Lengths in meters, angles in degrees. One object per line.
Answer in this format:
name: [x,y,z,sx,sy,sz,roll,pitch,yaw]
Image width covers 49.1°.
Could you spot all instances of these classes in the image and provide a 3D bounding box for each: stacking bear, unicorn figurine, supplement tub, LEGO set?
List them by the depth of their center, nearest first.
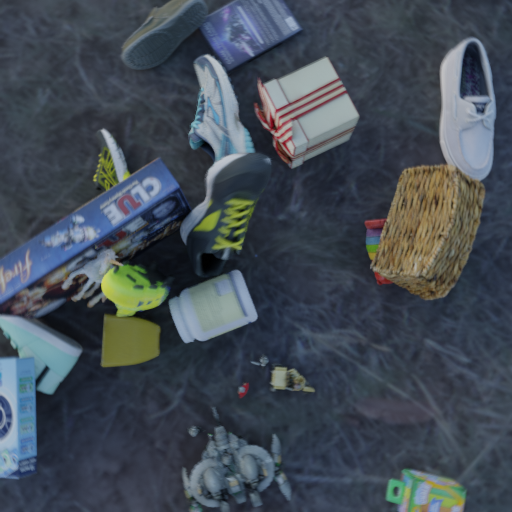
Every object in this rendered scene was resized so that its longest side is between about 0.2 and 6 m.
unicorn figurine: [-2.790,0.357,9.892,1.138,1.658,0.612,-44,89,-2]
LEGO set: [-0.262,3.630,10.725,2.290,0.999,3.526,14,82,2]
supplement tub: [-0.843,1.021,11.034,1.498,1.086,1.086,-21,83,-1]
stacking bear: [2.628,-0.081,11.397,0.801,0.750,1.320,-8,93,-31]

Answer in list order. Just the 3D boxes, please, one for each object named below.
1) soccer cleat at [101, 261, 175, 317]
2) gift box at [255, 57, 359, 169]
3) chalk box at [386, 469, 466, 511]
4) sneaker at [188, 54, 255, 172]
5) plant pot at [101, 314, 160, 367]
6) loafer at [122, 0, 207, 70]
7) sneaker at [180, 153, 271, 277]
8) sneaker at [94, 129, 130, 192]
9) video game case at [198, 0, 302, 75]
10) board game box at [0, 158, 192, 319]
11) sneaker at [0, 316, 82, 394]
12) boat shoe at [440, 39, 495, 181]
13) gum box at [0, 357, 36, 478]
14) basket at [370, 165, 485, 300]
soccer cleat: [-2.219,0.734,10.246,0.901,2.787,1.166,38,93,3]
gift box: [0.929,-2.903,11.295,1.643,1.759,1.623,-27,78,-2]
chalk box: [3.173,4.617,10.684,1.300,0.805,0.809,12,82,1]
sneaker: [-0.901,-2.815,11.560,1.205,1.084,2.792,-19,82,-5]
plant pot: [-2.427,1.673,11.048,1.026,1.003,0.996,2,82,-7]
loafer: [-2.044,-4.856,12.118,2.129,0.801,0.741,-38,56,-5]
sneaker: [-0.467,-0.672,10.425,1.127,3.026,1.280,1,58,-27]
sneaker: [-3.068,-1.751,11.638,0.773,0.681,1.827,-21,83,-3]
video game case: [-0.156,-5.045,12.354,1.931,0.183,1.380,-31,83,-3]
board game box: [-3.023,-0.171,10.454,3.831,2.595,0.663,-34,83,-4]
sneaker: [-4.716,1.855,11.069,2.206,0.812,1.301,29,86,4]
boat shoe: [4.502,-3.049,11.650,1.055,1.004,2.931,4,82,1]
gum box: [-5.018,3.052,10.695,1.804,0.473,2.123,-8,82,26]
basket: [3.565,-0.382,10.651,1.712,1.640,2.298,27,78,-31]
